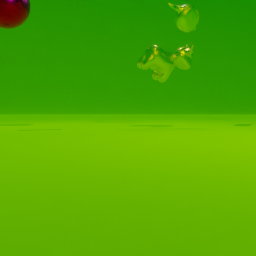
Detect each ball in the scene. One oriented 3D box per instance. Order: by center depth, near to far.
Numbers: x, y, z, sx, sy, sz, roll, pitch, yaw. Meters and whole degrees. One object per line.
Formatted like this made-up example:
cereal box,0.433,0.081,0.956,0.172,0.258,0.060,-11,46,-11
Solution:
ball,-3.475,-3.523,7.917,1.364,1.364,1.364,0,3,0

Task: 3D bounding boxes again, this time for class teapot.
teapot,1.412,-2.781,7.033,1.060,0.659,0.519,30,1,-41

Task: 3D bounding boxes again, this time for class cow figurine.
cow figurine,1.163,-2.076,8.275,1.475,1.451,0.810,32,5,-27
